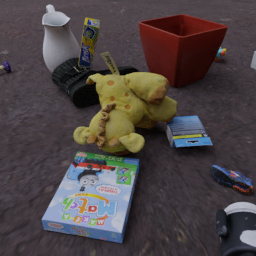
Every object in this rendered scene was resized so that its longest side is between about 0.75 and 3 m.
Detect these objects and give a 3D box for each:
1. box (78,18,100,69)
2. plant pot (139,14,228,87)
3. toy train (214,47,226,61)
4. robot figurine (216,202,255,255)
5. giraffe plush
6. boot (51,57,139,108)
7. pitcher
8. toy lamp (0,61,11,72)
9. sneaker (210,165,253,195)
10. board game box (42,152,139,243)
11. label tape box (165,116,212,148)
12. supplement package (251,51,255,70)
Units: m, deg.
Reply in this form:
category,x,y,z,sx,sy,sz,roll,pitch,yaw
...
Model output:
category,x,y,z,sx,sy,sz,roll,pitch,yaw
box,-1.277,-2.730,9.129,0.488,1.517,0.531,9,44,-10
plant pot,2.140,-3.156,11.593,2.548,2.247,2.550,-22,39,-28
toy train,3.935,-3.812,14.067,1.608,0.595,2.140,-8,32,-9
robot figurine,2.172,2.089,5.181,0.923,1.112,1.480,-7,32,21
giraffe plush,-0.141,-0.265,7.634,2.434,2.821,2.288,-15,49,39
boot,-1.262,-2.003,10.881,3.029,1.140,2.264,-18,38,-23
pitcher,-2.875,-3.599,11.731,1.556,2.567,2.202,-15,48,-13
toy lamp,-6.089,-2.422,12.050,1.925,0.560,0.560,-27,43,-35
sneaker,2.546,1.234,6.917,1.109,0.418,0.435,29,36,23
board game box,-0.725,1.464,6.505,1.679,0.406,2.219,6,36,8
label tape box,1.733,0.225,8.257,1.037,0.478,1.447,-4,37,-4
supplement package,6.323,-2.886,12.475,0.789,0.792,1.350,-13,37,-18
